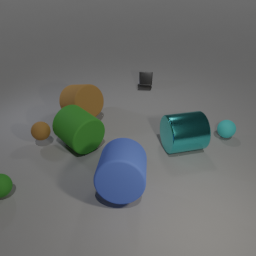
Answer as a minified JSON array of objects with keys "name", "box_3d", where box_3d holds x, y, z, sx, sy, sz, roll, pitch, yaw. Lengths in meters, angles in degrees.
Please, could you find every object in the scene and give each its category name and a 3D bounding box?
[{"name":"ball","box_3d":[3.829,0.031,10.884,0.700,0.700,0.700,0,31,0]},{"name":"ball","box_3d":[-3.762,1.688,8.208,0.700,0.700,0.700,0,31,0]},{"name":"cylinder","box_3d":[-1.804,0.039,10.242,1.400,1.400,1.400,-26,43,-36]},{"name":"cylinder","box_3d":[-1.982,-1.145,11.901,1.400,1.400,1.400,-25,21,-35]},{"name":"ball","box_3d":[-3.212,0.109,10.311,0.700,0.700,0.700,0,31,0]},{"name":"cylinder","box_3d":[-0.174,1.187,7.992,1.400,1.400,1.400,2,23,4]},{"name":"cylinder","box_3d":[2.028,0.149,10.118,1.400,1.400,1.400,-7,32,-12]},{"name":"cube","box_3d":[0.955,-2.596,15.037,0.700,0.700,0.700,3,-1,5]}]
